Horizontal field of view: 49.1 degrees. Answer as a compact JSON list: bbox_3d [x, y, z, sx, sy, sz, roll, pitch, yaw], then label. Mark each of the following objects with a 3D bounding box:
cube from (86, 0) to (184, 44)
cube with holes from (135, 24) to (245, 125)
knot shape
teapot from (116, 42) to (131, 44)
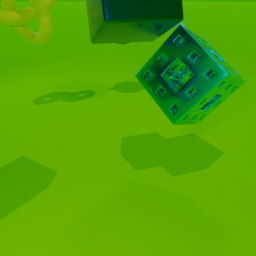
[{"bbox_3d":[0.019,-1.713,3.612,0.983,0.983,0.983,-8,4,-16],"label":"cube"},{"bbox_3d":[1.024,-0.806,4.607,1.066,1.066,1.066,-3,53,-55],"label":"cube with holes"},{"bbox_3d":[-2.469,-3.186,6.890,1.956,2.090,0.966,-31,46,14],"label":"knot shape"},{"bbox_3d":[-0.150,-3.210,8.482,2.021,0.990,1.257,-4,55,-23],"label":"teapot"}]
